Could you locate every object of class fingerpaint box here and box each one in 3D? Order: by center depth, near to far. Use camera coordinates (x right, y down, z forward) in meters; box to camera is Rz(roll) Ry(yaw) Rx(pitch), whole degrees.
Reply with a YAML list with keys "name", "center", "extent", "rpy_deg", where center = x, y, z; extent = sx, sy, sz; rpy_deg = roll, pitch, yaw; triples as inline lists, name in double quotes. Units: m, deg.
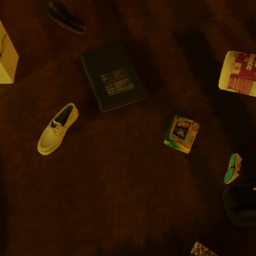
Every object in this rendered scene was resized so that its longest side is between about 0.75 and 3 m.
- name: "fingerpaint box"
  center: [1.978, 0.204, 10.257]
  extent: [0.957, 0.421, 1.147]
  rpy_deg: [23, 66, 11]

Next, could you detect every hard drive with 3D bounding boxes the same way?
- name: "hard drive"
  center: [-0.602, -2.148, 11.405]
  extent: [1.937, 0.456, 2.775]
  rpy_deg: [-19, 65, -9]

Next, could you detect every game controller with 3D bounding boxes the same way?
- name: "game controller"
  center: [4.434, 2.437, 9.178]
  extent: [2.537, 0.534, 1.323]
  rpy_deg: [-5, 49, -3]

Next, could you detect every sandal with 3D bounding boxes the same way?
- name: "sandal"
  center: [-2.805, -4.957, 12.800]
  extent: [2.173, 0.593, 0.888]
  rpy_deg: [34, 73, 0]

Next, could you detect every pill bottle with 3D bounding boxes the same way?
- name: "pill bottle"
  center: [3.726, -1.453, 7.907]
  extent: [2.041, 1.146, 1.146]
  rpy_deg: [16, 64, 19]

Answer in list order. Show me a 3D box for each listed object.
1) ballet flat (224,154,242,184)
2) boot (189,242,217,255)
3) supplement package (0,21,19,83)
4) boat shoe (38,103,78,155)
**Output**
- name: "ballet flat"
  center: [3.683, 1.439, 9.672]
  extent: [0.375, 0.443, 1.172]
  rpy_deg: [31, 69, -11]
- name: "boot"
  center: [2.380, 4.671, 7.772]
  extent: [2.482, 0.896, 1.875]
  rpy_deg: [36, 66, 16]
- name: "supplement package"
  center: [-5.394, -2.998, 10.693]
  extent: [1.458, 2.486, 1.453]
  rpy_deg: [0, 63, 0]
- name: "boat shoe"
  center: [-2.621, -0.050, 10.215]
  extent: [0.787, 0.715, 2.141]
  rpy_deg: [24, 66, 12]
